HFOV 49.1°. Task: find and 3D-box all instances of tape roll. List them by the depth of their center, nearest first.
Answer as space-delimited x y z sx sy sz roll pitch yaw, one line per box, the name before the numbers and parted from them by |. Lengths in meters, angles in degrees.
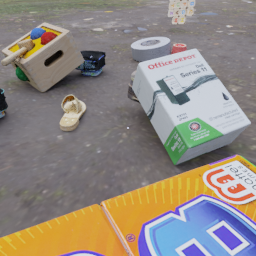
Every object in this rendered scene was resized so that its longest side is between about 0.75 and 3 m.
tape roll | 1.168 -4.006 14.191 1.986 0.656 1.986 -8 32 5

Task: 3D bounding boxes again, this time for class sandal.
sandal | -1.790 -0.712 8.994 0.762 0.684 2.078 -1 31 -1

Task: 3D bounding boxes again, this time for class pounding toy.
pounding toy | -3.548 -2.798 10.780 2.781 1.977 2.560 -42 46 -18

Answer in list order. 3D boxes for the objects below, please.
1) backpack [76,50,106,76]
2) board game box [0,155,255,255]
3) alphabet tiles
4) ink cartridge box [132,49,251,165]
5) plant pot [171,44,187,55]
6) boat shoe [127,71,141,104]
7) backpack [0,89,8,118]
backpack | -1.717 -2.820 12.234 1.274 0.936 1.166 10 34 11
board game box | 0.407 2.400 1.734 2.844 2.843 2.845 -15 34 -23
alphabet tiles | 1.466 -3.408 7.747 0.075 1.025 1.002 -6 20 -35
ink cartridge box | 1.513 -0.643 7.302 1.917 1.086 2.615 -19 65 -20
plant pot | 2.537 -3.728 13.903 0.884 0.782 0.884 0 30 0
boat shoe | 1.321 -0.793 8.817 2.925 1.072 1.090 28 27 5
backpack | -4.635 -0.734 8.566 1.506 1.154 1.323 21 38 18
